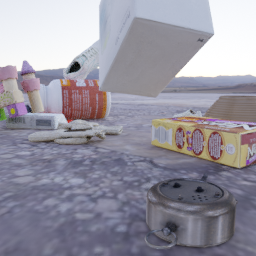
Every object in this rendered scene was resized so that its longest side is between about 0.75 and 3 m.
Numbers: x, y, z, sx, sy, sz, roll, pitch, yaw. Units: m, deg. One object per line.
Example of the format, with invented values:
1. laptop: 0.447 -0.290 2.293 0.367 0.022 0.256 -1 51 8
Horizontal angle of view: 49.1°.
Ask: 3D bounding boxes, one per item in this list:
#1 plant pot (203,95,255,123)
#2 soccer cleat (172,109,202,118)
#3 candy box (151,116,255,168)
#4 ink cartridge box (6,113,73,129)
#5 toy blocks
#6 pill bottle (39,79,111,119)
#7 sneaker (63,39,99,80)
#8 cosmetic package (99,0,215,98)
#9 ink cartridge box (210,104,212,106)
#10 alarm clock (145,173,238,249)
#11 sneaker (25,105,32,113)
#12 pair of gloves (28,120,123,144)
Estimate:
1. plant pot: 3.374 -0.399 8.445 2.461 1.136 2.461 -1 10 0
2. soccer cleat: 2.200 -0.425 10.365 0.518 0.580 1.495 -5 10 -28
3. candy box: 1.793 0.190 6.110 1.406 0.680 2.409 -7 10 -34
4. ink cartridge box: -3.106 -0.360 10.206 1.715 0.506 2.142 1 10 6
5. toy blocks: -4.472 -1.307 8.450 2.679 2.413 2.867 -12 6 18
6. pill bottle: -2.318 -1.185 11.638 2.959 1.660 1.660 -3 9 -20
7. sneaker: -1.786 -3.116 12.814 1.015 2.885 1.156 46 2 6
8. cosmetic package: 0.374 -2.542 6.449 1.678 2.729 2.721 3 -21 -18
9. ink cartridge box: 5.066 -1.123 15.338 0.722 0.419 0.997 9 12 44
10. alarm clock: 0.576 0.842 2.828 0.914 0.451 1.355 6 14 32
11. sneaker: -4.185 -0.533 11.126 0.745 0.637 1.816 -14 2 -12
12. pair of gloves: -1.348 0.046 7.919 1.992 0.411 2.343 3 8 18
